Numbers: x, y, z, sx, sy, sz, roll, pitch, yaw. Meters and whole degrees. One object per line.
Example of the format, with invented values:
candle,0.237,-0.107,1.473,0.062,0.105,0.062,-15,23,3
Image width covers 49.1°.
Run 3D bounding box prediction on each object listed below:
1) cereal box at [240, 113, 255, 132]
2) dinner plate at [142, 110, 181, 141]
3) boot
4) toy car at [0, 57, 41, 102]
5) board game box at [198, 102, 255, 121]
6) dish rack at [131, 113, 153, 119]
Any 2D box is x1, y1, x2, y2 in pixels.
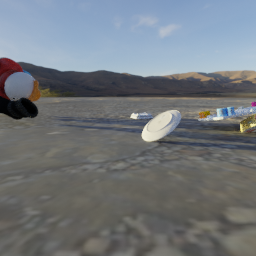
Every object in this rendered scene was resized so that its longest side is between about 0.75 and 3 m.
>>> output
cereal box,3.789,-0.165,6.888,1.628,0.322,1.171,0,-13,-3
dinner plate,0.713,-0.090,6.219,0.999,0.121,0.999,-29,25,15
boot,-3.754,-0.734,8.929,1.154,0.581,1.543,-3,-20,45
toy car,-4.696,-1.510,11.471,2.642,2.337,2.435,25,0,26
board game box,3.198,-0.533,7.720,2.103,0.272,2.103,-11,1,0
dish rack,0.542,-0.497,11.208,0.766,0.194,0.892,-4,7,-16
